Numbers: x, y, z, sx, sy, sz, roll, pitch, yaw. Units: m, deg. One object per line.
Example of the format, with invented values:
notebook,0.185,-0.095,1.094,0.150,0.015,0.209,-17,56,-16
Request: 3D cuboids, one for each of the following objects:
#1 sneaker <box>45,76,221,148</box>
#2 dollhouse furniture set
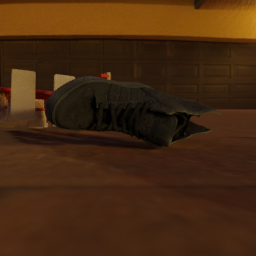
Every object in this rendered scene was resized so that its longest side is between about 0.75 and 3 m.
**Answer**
sneaker,0.194,-0.203,4.330,2.600,0.781,1.356,-11,36,-44
dollhouse furniture set,-1.838,-0.767,6.956,2.763,1.439,2.794,2,-4,-29
